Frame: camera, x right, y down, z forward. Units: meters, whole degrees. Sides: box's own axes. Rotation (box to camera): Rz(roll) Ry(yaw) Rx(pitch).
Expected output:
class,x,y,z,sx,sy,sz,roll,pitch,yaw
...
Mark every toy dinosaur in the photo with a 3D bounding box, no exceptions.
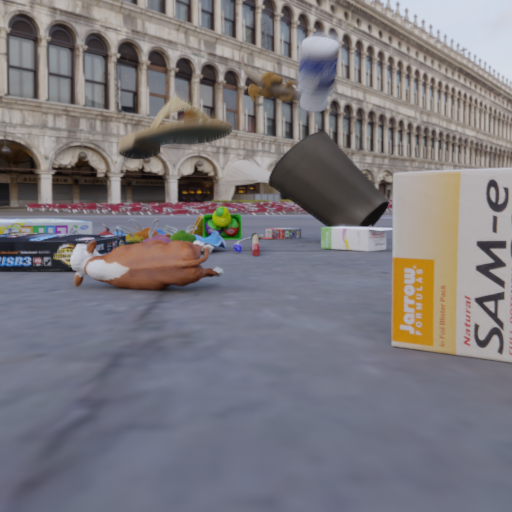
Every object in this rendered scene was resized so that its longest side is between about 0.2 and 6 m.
class,x,y,z,sx,sy,sz,roll,pitch,yaw
toy dinosaur,0.238,-3.475,11.402,2.212,0.668,1.175,30,24,18

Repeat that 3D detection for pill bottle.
class,x,y,z,sx,sy,sz,roll,pitch,yaw
pill bottle,0.860,-2.558,7.935,0.514,0.927,0.514,2,39,-2

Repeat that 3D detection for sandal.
class,x,y,z,sx,sy,sz,roll,pitch,yaw
sandal,-1.436,-2.264,9.356,2.341,0.770,0.858,-8,-12,35

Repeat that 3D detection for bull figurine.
class,x,y,z,sx,sy,sz,roll,pitch,yaw
bull figurine,-1.027,0.073,5.276,1.437,0.468,0.872,2,6,25

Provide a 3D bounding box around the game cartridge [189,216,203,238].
class,x,y,z,sx,sy,sz,roll,pitch,yaw
game cartridge,-1.220,-0.695,13.462,0.719,0.634,0.117,-6,46,-51

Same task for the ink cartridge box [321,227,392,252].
class,x,y,z,sx,sy,sz,roll,pitch,yaw
ink cartridge box,1.816,-0.299,9.833,1.188,0.400,0.696,4,7,41

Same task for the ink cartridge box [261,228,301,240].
class,x,y,z,sx,sy,sz,roll,pitch,yaw
ink cartridge box,0.513,-0.527,13.236,0.998,0.251,0.544,-2,5,-33

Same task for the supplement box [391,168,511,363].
class,x,y,z,sx,sy,sz,roll,pitch,yaw
supplement box,1.502,0.040,2.806,1.544,0.973,0.568,2,7,32

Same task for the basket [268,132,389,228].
class,x,y,z,sx,sy,sz,roll,pitch,yaw
basket,1.599,-1.356,11.543,1.841,1.389,2.042,-33,69,-36

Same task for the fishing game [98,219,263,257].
class,x,y,z,sx,sy,sz,roll,pitch,yaw
fishing game,-1.921,-0.364,9.610,4.097,0.637,2.934,0,8,1

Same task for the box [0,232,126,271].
class,x,y,z,sx,sy,sz,roll,pitch,yaw
box,-2.738,-0.071,7.314,1.689,0.423,1.702,-1,5,2

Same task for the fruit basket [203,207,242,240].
class,x,y,z,sx,sy,sz,roll,pitch,yaw
fruit basket,-0.777,-0.720,12.858,0.958,0.691,0.958,-1,-10,0

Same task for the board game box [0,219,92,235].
class,x,y,z,sx,sy,sz,roll,pitch,yaw
board game box,-4.797,-0.505,11.702,1.889,0.481,2.810,-3,6,-34
